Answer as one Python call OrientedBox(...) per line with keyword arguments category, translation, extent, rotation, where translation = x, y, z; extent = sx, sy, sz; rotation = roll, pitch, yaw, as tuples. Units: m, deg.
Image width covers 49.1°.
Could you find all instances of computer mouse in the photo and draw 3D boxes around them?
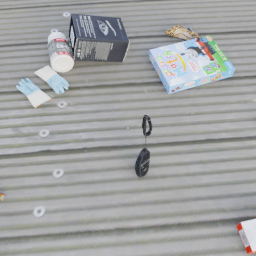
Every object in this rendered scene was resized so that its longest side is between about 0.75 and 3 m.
OrientedBox(category="computer mouse", translation=(0.463, 0.609, 9.171), extent=(0.381, 2.237, 0.656), rotation=(16, 23, 31))

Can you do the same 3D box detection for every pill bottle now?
OrientedBox(category="pill bottle", translation=(-2.968, -3.332, 12.197), extent=(0.955, 0.955, 1.677), rotation=(-14, 59, -9))

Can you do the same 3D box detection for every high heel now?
OrientedBox(category="high heel", translation=(2.543, -4.310, 13.043), extent=(1.499, 0.535, 1.069), rotation=(-9, 51, -16))

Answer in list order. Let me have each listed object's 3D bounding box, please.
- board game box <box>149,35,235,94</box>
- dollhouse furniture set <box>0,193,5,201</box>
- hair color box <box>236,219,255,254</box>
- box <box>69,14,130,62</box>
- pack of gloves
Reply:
OrientedBox(category="board game box", translation=(2.695, -2.805, 12.108), extent=(2.984, 0.546, 2.257), rotation=(-17, 60, -10))
OrientedBox(category="dollhouse furniture set", translation=(-4.491, 2.013, 9.104), extent=(0.919, 0.495, 0.374), rotation=(11, 58, 7))
OrientedBox(category="hair color box", translation=(4.185, 3.140, 8.400), extent=(1.531, 0.489, 0.849), rotation=(-10, 58, -5))
OrientedBox(category="box", translation=(-1.277, -3.854, 12.083), extent=(2.286, 1.192, 1.692), rotation=(-2, 56, -20))
OrientedBox(category="pack of gloves", translation=(-3.494, -1.656, 11.576), extent=(1.712, 0.402, 2.038), rotation=(-35, 54, -21))
